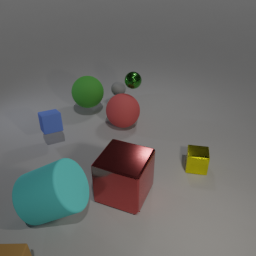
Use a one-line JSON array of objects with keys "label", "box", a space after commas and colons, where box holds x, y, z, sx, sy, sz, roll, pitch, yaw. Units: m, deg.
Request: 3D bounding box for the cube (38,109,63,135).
[{"label": "cube", "box": [-2.843, -0.241, 10.267, 0.700, 0.700, 0.700, -14, 20, -24]}]

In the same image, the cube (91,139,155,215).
[{"label": "cube", "box": [-0.103, 1.377, 8.160, 1.400, 1.400, 1.400, 13, 35, 19]}]

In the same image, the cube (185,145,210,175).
[{"label": "cube", "box": [2.309, 1.059, 9.346, 0.700, 0.700, 0.700, 6, 33, 9]}]

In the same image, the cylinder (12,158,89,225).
[{"label": "cylinder", "box": [-1.959, 1.645, 7.230, 1.400, 1.400, 1.400, -22, 26, 21]}]

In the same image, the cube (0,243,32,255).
[{"label": "cube", "box": [-2.564, 3.038, 6.112, 0.700, 0.700, 0.700, -2, 32, 3]}]

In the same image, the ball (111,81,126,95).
[{"label": "ball", "box": [-0.457, -1.874, 13.380, 0.700, 0.700, 0.700, 0, 32, 0]}]

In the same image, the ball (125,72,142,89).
[{"label": "ball", "box": [0.207, -1.943, 11.420, 0.700, 0.700, 0.700, 0, 32, 0]}]

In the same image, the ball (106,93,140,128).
[{"label": "ball", "box": [-0.206, -0.716, 11.503, 1.400, 1.400, 1.400, 0, 32, 0]}]

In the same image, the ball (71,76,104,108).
[{"label": "ball", "box": [-1.767, -1.582, 12.289, 1.400, 1.400, 1.400, 0, 32, 0]}]
